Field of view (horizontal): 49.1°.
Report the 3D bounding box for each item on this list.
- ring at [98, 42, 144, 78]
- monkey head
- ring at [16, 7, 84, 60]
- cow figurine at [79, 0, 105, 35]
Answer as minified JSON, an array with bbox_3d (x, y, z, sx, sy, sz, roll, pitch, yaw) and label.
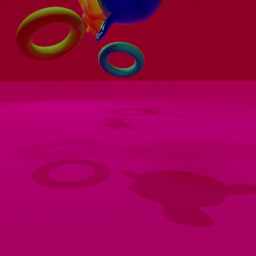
[{"bbox_3d":[-0.264,-2.688,11.219,1.842,0.368,1.842,4,-29,2],"label":"ring"},{"bbox_3d":[0.073,-2.011,3.997,1.768,1.066,1.272,-33,30,9],"label":"monkey head"},{"bbox_3d":[-1.224,-1.475,4.484,1.090,0.218,1.090,-23,-16,-7],"label":"ring"},{"bbox_3d":[-1.044,-3.720,9.072,0.870,1.560,1.585,-28,39,-12],"label":"cow figurine"}]
